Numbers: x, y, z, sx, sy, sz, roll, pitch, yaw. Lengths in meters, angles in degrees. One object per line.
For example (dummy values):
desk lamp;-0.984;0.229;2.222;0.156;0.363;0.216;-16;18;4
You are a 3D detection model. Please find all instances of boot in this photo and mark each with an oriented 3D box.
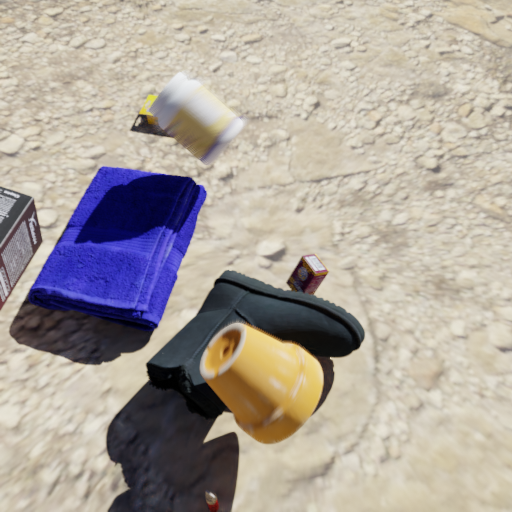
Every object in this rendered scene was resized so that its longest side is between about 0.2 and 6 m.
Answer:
boot;-0.027;1.511;8.371;2.711;1.035;2.278;19;52;22

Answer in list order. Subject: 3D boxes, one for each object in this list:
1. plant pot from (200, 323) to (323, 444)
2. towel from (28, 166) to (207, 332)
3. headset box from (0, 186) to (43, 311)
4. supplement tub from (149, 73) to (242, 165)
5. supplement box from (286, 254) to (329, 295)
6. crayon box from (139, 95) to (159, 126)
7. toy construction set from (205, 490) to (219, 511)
plant pot;-0.021;1.549;7.281;1.215;1.327;1.327;42;52;-25
towel;-2.354;-0.324;9.911;2.327;0.781;3.152;11;54;7
headset box;-5.572;0.415;8.668;2.845;1.476;3.823;17;56;-1
supplement tub;-1.062;-2.402;9.839;1.411;1.026;1.026;39;57;-12
supplement box;0.849;0.350;9.335;0.341;0.661;0.433;-7;48;-39
crayon box;-1.936;-3.168;12.323;1.101;0.280;0.699;11;54;7
toy construction set;-0.241;3.640;6.623;1.499;1.381;1.798;-25;57;-18
